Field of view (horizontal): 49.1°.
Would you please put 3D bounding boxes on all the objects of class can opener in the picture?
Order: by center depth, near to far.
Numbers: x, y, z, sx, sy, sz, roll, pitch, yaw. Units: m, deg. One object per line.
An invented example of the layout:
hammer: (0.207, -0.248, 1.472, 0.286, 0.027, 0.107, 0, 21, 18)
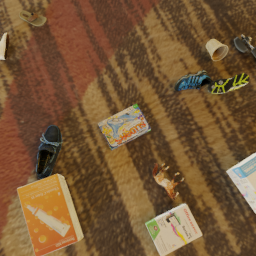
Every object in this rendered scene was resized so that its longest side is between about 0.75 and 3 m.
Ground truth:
can opener: (5.524, -3.250, 12.254, 0.694, 0.550, 2.089, -43, 75, 25)

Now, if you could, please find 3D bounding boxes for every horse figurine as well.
horse figurine: (1.476, 1.973, 10.802, 1.436, 0.358, 0.952, 36, 81, 14)

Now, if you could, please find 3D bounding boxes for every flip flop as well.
flip flop: (-4.351, -5.042, 12.732, 1.368, 0.394, 0.555, 24, 76, 6)

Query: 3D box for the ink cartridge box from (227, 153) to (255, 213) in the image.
ink cartridge box: (4.987, 2.088, 10.263, 1.354, 1.390, 2.162, -30, 76, -7)

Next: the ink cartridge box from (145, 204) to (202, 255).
ink cartridge box: (1.644, 3.673, 10.191, 1.679, 0.705, 1.216, -25, 76, -7)

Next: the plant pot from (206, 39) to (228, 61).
plant pot: (3.778, -3.438, 12.111, 0.796, 0.796, 0.728, -22, 55, -6)

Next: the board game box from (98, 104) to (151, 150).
board game box: (-0.146, -0.043, 11.409, 1.818, 0.313, 1.231, -28, 77, -7)

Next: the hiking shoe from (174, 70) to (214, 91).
hiking shoe: (2.722, -1.893, 11.675, 1.599, 0.595, 0.693, -25, 51, -6)

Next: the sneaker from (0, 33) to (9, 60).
sneaker: (-5.575, -3.632, 12.316, 0.526, 0.452, 1.243, 5, 76, -1)

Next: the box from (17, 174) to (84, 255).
box: (-2.769, 3.095, 10.096, 1.520, 1.191, 2.444, -21, 76, -6)

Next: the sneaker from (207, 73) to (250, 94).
sneaker: (4.205, -1.764, 11.766, 1.689, 0.645, 0.637, -12, 78, 16)

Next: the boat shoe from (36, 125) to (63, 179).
boat shoe: (-3.049, 0.891, 10.930, 0.913, 0.745, 2.170, 3, 75, 1)
